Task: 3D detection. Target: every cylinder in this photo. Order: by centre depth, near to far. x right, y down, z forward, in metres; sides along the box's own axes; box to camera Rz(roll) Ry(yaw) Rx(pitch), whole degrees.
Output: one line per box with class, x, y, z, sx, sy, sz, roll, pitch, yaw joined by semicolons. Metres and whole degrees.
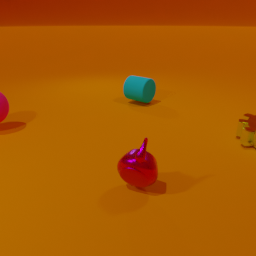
cylinder;0.399;-1.334;9.599;0.827;0.827;0.827;17;28;35

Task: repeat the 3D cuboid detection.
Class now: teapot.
teapot;0.197;0.621;4.755;0.713;1.146;0.561;19;52;10

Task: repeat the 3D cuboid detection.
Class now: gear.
gear;3.709;0.156;6.618;2.096;0.388;2.096;1;24;0

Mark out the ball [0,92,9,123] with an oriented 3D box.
ball;-3.571;-0.538;7.200;0.955;0.955;0.955;0;22;0
